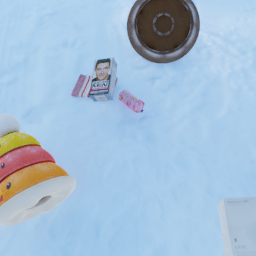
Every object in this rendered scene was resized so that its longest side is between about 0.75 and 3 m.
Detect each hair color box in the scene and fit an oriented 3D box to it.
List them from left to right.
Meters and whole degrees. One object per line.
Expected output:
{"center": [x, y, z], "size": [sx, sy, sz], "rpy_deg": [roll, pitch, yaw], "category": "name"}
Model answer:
{"center": [-0.652, -1.306, 7.541], "size": [0.570, 0.349, 1.151], "rpy_deg": [-3, 65, 19], "category": "hair color box"}

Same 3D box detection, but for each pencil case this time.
{"center": [0.097, -0.751, 7.834], "size": [0.407, 0.407, 0.930], "rpy_deg": [-25, 36, -19], "category": "pencil case"}

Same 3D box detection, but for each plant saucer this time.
{"center": [1.138, -3.308, 9.008], "size": [2.395, 2.395, 0.384], "rpy_deg": [4, 9, 3], "category": "plant saucer"}

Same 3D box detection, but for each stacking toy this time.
{"center": [-2.226, 0.672, 5.741], "size": [1.629, 1.629, 2.230], "rpy_deg": [-26, 70, -20], "category": "stacking toy"}

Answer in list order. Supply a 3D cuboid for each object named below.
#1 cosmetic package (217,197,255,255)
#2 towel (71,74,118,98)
{"center": [2.438, 1.948, 5.351], "size": [1.170, 0.722, 1.174], "rpy_deg": [-4, 62, 4], "category": "cosmetic package"}
{"center": [-0.999, -1.266, 8.487], "size": [1.266, 0.144, 0.912], "rpy_deg": [5, 53, 11], "category": "towel"}
